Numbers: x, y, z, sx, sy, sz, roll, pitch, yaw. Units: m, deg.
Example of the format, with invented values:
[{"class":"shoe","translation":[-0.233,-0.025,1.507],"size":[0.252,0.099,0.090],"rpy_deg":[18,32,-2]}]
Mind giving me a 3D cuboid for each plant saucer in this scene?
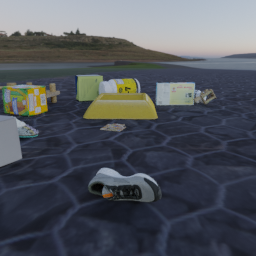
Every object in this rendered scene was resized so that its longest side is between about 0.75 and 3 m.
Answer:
[{"class":"plant saucer","translation":[-0.258,-1.041,12.138],"size":[2.945,0.714,2.946],"rpy_deg":[0,15,2]}]

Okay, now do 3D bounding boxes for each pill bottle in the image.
[{"class":"pill bottle","translation":[-0.465,-2.034,14.972],"size":[2.010,1.149,1.149],"rpy_deg":[-8,17,-25]},{"class":"pill bottle","translation":[3.379,-1.626,14.390],"size":[1.153,0.671,0.671],"rpy_deg":[11,18,31]}]

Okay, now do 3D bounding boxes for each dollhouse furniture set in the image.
[{"class":"dollhouse furniture set","translation":[3.605,-1.406,13.457],"size":[0.943,0.524,0.834],"rpy_deg":[-31,8,3]}]

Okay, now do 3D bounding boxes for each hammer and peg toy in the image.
[{"class":"hammer and peg toy","translation":[-5.118,-1.639,13.842],"size":[2.843,1.002,2.091],"rpy_deg":[5,17,18]}]

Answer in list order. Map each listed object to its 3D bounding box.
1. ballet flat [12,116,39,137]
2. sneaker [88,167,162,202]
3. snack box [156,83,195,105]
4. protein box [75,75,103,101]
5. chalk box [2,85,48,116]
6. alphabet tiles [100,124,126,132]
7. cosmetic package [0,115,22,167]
[{"class":"ballet flat","translation":[-3.703,-0.027,8.452],"size":[1.912,0.688,0.688],"rpy_deg":[-2,15,-7]},{"class":"sneaker","translation":[-0.073,1.065,4.803],"size":[1.393,0.515,0.552],"rpy_deg":[2,23,32]},{"class":"snack box","translation":[2.320,-1.682,13.783],"size":[1.863,1.082,0.346],"rpy_deg":[0,15,-3]},{"class":"protein box","translation":[-2.119,-2.207,15.275],"size":[1.331,1.321,0.898],"rpy_deg":[-6,16,-20]},{"class":"chalk box","translation":[-4.555,-1.225,11.977],"size":[1.849,1.150,1.145],"rpy_deg":[6,16,25]},{"class":"alphabet tiles","translation":[-0.458,-0.029,9.645],"size":[0.726,0.033,0.869],"rpy_deg":[5,16,19]},{"class":"cosmetic package","translation":[-3.672,0.462,5.740],"size":[1.369,1.156,2.563],"rpy_deg":[5,18,29]}]
